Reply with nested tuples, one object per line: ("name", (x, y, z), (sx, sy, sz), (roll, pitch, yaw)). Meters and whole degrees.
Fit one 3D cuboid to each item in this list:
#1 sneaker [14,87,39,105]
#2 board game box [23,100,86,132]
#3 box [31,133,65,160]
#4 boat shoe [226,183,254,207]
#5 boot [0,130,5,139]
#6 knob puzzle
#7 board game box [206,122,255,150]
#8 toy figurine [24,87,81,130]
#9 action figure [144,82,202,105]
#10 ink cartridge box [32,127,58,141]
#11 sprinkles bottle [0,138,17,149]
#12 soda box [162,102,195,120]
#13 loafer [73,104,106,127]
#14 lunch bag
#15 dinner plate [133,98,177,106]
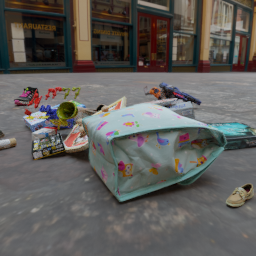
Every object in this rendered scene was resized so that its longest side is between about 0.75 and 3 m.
("sneaker", (-5.922, -1.917, 16.395), (0.819, 0.972, 2.221), (4, 15, 15))
("board game box", (-2.890, -0.500, 11.059), (2.143, 0.392, 1.621), (-24, 24, -24))
("box", (-2.285, 0.498, 8.011), (0.874, 0.270, 1.095), (-18, 19, -13))
("boat shoe", (2.135, 1.258, 5.341), (0.798, 0.265, 0.295), (-13, 19, -42))
("boot", (-5.012, -0.138, 8.596), (2.539, 1.230, 0.948), (-1, 14, 16))
("knob puzzle", (-1.078, -0.092, 8.176), (2.601, 0.361, 2.601), (-30, 20, 12))
("board game box", (2.876, 0.240, 9.089), (2.796, 0.394, 1.891), (-4, 15, -16))
("toy figurine", (-2.150, -0.508, 9.373), (2.278, 1.201, 1.364), (-1, -28, 31))
("action figure", (2.337, -1.406, 14.665), (2.817, 1.474, 2.725), (20, 13, -24))
("ink cartridge box", (-2.739, 0.212, 9.381), (0.520, 0.301, 0.895), (4, 15, 16))
("sprinkles bottle", (-3.748, 0.492, 8.353), (0.778, 0.266, 0.266), (-13, 19, -42))
("soda box", (0.702, -0.141, 8.682), (2.670, 0.847, 0.912), (-9, 15, 10))
("loafer", (-1.015, -0.511, 10.802), (1.046, 0.914, 2.909), (6, 13, 28))
("lunch bag", (0.528, 0.319, 6.365), (2.628, 1.602, 2.238), (-13, 17, -21))
("dinner plate", (0.866, -0.758, 8.887), (1.407, 0.171, 1.407), (-9, 9, 1))
